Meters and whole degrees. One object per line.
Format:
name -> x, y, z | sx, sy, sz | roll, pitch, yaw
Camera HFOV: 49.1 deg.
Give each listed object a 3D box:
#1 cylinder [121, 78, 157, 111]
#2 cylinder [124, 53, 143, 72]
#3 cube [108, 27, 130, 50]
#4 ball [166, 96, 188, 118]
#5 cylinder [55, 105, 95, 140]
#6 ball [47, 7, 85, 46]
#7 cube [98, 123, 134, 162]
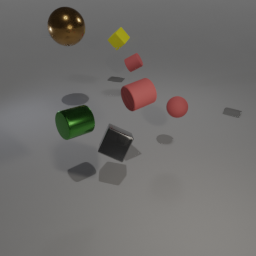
cylinder -> 0.278, -0.879, 7.364 | 0.700, 0.700, 0.700 | -24, 37, -23
cylinder -> 0.282, -3.207, 13.731 | 0.700, 0.700, 0.700 | -24, 24, 19
cube -> -0.467, -4.534, 14.239 | 0.700, 0.700, 0.700 | -25, 27, 44
ball -> 1.592, -0.677, 9.060 | 0.700, 0.700, 0.700 | 0, 29, 0
cylinder -> -1.264, -0.142, 6.683 | 0.700, 0.700, 0.700 | -20, 35, -37
ball -> -2.312, -3.814, 10.561 | 1.400, 1.400, 1.400 | 0, 29, 0
cube -> -0.325, 0.377, 7.371 | 0.700, 0.700, 0.700 | 24, 8, -7
